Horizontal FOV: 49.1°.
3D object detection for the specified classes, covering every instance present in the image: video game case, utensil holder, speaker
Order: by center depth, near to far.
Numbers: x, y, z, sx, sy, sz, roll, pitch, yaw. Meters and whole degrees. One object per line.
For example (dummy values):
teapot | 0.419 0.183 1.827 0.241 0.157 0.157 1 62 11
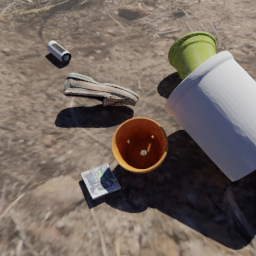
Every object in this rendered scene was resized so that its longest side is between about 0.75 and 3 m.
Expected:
utensil holder | 2.491 -0.264 6.917 2.102 2.102 2.473 -33 75 -26
video game case | -0.691 1.324 7.030 0.746 0.096 0.821 -18 48 -20
speaker | -2.652 -2.925 10.773 0.451 0.451 1.110 -32 55 -25

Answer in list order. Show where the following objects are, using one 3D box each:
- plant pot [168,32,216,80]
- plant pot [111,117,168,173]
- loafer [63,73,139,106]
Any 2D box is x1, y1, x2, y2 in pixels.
plant pot | 2.324 -2.007 9.284 1.684 1.684 1.548 -7 58 -6
plant pot | 0.353 0.531 7.115 1.371 0.960 1.371 -4 70 10
loafer | -0.841 -0.988 8.628 2.303 0.828 0.724 17 72 -4
